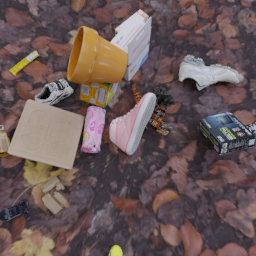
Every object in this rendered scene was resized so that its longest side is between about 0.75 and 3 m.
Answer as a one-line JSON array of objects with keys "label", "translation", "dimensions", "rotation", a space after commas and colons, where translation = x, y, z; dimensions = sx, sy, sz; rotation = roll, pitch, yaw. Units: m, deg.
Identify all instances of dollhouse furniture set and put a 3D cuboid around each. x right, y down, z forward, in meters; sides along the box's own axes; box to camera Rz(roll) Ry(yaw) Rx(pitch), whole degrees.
[{"label": "dollhouse furniture set", "translation": [-2.836, 2.603, 10.927], "dimensions": [0.885, 0.758, 0.931], "rotation": [-37, 41, -12]}]

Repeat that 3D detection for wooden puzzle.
[{"label": "wooden puzzle", "translation": [-3.145, 0.280, 11.095], "dimensions": [2.399, 0.600, 2.590], "rotation": [17, 55, -14]}]

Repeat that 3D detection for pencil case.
[{"label": "pencil case", "translation": [-1.392, 0.088, 11.421], "dimensions": [0.844, 0.844, 1.930], "rotation": [6, 69, 2]}]

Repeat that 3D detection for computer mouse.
[{"label": "computer mouse", "translation": [-4.326, 3.238, 10.675], "dimensions": [1.125, 0.296, 0.779], "rotation": [-16, 70, -18]}]

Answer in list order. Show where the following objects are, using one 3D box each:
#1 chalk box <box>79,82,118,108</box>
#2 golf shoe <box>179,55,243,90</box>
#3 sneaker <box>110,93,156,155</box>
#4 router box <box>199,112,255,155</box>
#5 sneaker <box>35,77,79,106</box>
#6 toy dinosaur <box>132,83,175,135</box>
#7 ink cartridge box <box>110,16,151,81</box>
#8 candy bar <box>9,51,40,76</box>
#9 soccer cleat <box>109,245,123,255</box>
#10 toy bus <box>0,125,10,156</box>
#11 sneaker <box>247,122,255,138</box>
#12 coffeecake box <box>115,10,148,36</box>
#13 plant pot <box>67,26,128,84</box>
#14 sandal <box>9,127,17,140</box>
[{"label": "chalk box", "translation": [-1.064, -1.952, 11.753], "dimensions": [1.184, 1.192, 1.910], "rotation": [21, 43, 7]}, {"label": "golf shoe", "translation": [3.538, -2.191, 12.275], "dimensions": [2.717, 1.064, 1.321], "rotation": [18, 90, 11]}, {"label": "sneaker", "translation": [0.053, -0.352, 11.051], "dimensions": [1.365, 0.983, 2.611], "rotation": [30, 110, 22]}, {"label": "router box", "translation": [3.807, 0.161, 10.989], "dimensions": [1.408, 0.584, 1.879], "rotation": [-13, 34, -7]}, {"label": "sneaker", "translation": [-3.021, -1.643, 11.968], "dimensions": [2.150, 0.952, 0.797], "rotation": [-42, 75, -14]}, {"label": "toy dinosaur", "translation": [1.043, -0.897, 11.658], "dimensions": [1.669, 1.256, 2.460], "rotation": [-40, 97, 4]}, {"label": "ink cartridge box", "translation": [0.109, -3.365, 11.571], "dimensions": [0.935, 2.755, 1.598], "rotation": [34, 74, 11]}, {"label": "candy bar", "translation": [-4.712, -2.991, 12.817], "dimensions": [0.383, 0.170, 1.535], "rotation": [44, 76, 9]}, {"label": "soccer cleat", "translation": [-0.527, 5.041, 9.807], "dimensions": [0.553, 0.715, 1.710], "rotation": [12, 72, 4]}, {"label": "toy bus", "translation": [-5.158, 0.622, 11.389], "dimensions": [1.037, 0.568, 1.099], "rotation": [40, 39, -17]}, {"label": "sneaker", "translation": [5.068, 0.131, 11.257], "dimensions": [2.034, 1.104, 0.713], "rotation": [-29, 75, -8]}, {"label": "coffeecake box", "translation": [0.167, -4.406, 12.751], "dimensions": [1.553, 1.192, 0.567], "rotation": [-42, 76, -13]}, {"label": "plant pot", "translation": [-1.070, -2.437, 10.201], "dimensions": [1.788, 1.953, 1.953], "rotation": [12, 70, -23]}, {"label": "sandal", "translation": [-3.506, 0.550, 11.330], "dimensions": [2.753, 0.620, 1.034], "rotation": [23, 72, 5]}]
